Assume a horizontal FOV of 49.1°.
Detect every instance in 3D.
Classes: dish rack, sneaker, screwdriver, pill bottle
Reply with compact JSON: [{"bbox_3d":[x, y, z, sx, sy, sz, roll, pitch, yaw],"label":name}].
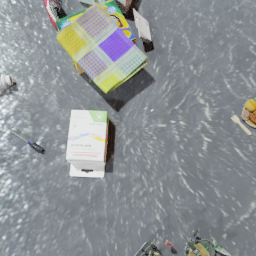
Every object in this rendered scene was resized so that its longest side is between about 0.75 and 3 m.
[{"bbox_3d":[0.903,4.757,8.675,2.011,0.549,1.543,41,79,9],"label":"dish rack"},{"bbox_3d":[-2.999,-4.863,11.482,0.677,0.731,1.813,-19,73,-8],"label":"sneaker"},{"bbox_3d":[-3.740,0.461,10.138,1.601,0.223,0.233,26,106,9],"label":"screwdriver"},{"bbox_3d":[-4.920,-1.701,10.605,0.984,0.553,0.553,-14,74,-5],"label":"pill bottle"}]

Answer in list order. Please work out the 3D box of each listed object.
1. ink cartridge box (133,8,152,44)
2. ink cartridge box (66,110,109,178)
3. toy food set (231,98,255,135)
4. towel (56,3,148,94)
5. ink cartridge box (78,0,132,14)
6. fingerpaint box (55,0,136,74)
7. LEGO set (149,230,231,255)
[{"bbox_3d":[0.489,-4.010,11.033,0.248,0.977,1.109,-27,55,33],"label":"ink cartridge box"},{"bbox_3d":[-1.398,0.552,9.807,1.315,0.756,2.246,2,73,1],"label":"ink cartridge box"},{"bbox_3d":[4.744,-0.546,10.374,1.591,0.319,1.098,-39,77,-11],"label":"toy food set"},{"bbox_3d":[-0.959,-2.913,10.151,2.154,0.342,3.000,-39,84,-10],"label":"towel"},{"bbox_3d":[-0.869,-5.949,11.699,2.198,0.941,1.622,16,73,6],"label":"ink cartridge box"},{"bbox_3d":[-1.244,-3.620,10.999,2.508,0.920,2.092,-24,75,-7],"label":"fingerpaint box"},{"bbox_3d":[1.838,3.944,8.785,2.564,0.727,1.665,17,81,-1],"label":"LEGO set"}]
